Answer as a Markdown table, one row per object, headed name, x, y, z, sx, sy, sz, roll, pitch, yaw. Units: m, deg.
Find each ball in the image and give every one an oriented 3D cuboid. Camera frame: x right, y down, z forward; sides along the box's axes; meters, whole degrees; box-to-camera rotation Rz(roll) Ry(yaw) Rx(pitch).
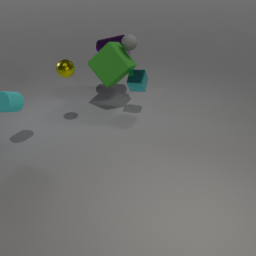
| name | x | y | z | sx | sy | sz | roll | pitch | yaw |
| --- | --- | --- | --- | --- | --- | --- | --- | --- | --- |
| ball | -2.361 | -2.238 | 10.575 | 0.700 | 0.700 | 0.700 | 0 | 29 | 0 |
| ball | 0.054 | -3.742 | 12.260 | 0.700 | 0.700 | 0.700 | 0 | 29 | 0 |

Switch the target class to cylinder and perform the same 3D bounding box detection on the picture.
| name | x | y | z | sx | sy | sz | roll | pitch | yaw |
| --- | --- | --- | --- | --- | --- | --- | --- | --- | --- |
| cylinder | -0.700 | -3.766 | 13.856 | 1.400 | 1.400 | 1.400 | -8 | 27 | 12 |
| cylinder | -4.066 | -0.893 | 9.581 | 0.700 | 0.700 | 0.700 | 10 | 8 | 18 |

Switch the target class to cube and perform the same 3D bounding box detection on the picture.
| name | x | y | z | sx | sy | sz | roll | pitch | yaw |
| --- | --- | --- | --- | --- | --- | --- | --- | --- | --- |
| cube | 0.414 | -2.034 | 12.067 | 0.700 | 0.700 | 0.700 | 6 | 68 | 19 |
| cube | -0.683 | -2.855 | 12.544 | 1.400 | 1.400 | 1.400 | -38 | 3 | 22 |
